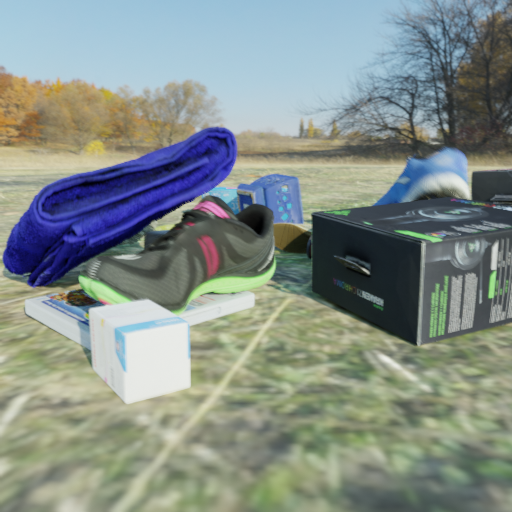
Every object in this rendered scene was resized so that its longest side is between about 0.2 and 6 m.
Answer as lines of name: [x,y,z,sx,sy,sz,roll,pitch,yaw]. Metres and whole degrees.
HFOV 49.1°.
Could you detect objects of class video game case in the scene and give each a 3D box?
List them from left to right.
video game case: [-1.358,0.576,6.808,1.610,0.203,2.248,15,19,41]

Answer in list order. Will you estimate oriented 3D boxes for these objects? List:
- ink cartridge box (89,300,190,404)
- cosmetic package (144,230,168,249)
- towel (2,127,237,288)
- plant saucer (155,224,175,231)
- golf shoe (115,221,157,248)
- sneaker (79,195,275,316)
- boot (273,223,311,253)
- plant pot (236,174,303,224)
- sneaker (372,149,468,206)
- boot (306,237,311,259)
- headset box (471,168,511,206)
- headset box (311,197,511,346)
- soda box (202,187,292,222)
ink cartridge box: [-1.059,0.783,4.932,0.592,0.608,0.946,-7,14,-33]
cosmetic package: [-0.945,-0.031,8.683,1.491,0.672,0.797,10,10,27]
towel: [-1.882,-0.479,7.318,2.503,0.840,3.389,-27,5,-31]
plant saucer: [-1.596,-0.527,12.340,1.255,0.195,1.255,0,12,0]
golf shoe: [-3.070,-0.725,10.206,2.441,0.956,1.187,-8,34,-11]
sneaker: [-0.791,-0.094,6.442,1.122,1.224,2.923,23,23,29]
boot: [1.011,-0.406,10.895,1.507,0.543,1.166,8,14,10]
plant pot: [0.271,-1.174,13.021,1.138,1.266,1.266,-14,17,-26]
sneaker: [3.184,-1.208,11.050,1.117,1.268,2.844,28,-24,-14]
boot: [2.191,0.001,9.334,2.042,0.743,2.169,-7,25,-35]
headset box: [7.573,-1.652,14.578,3.519,1.359,2.619,-9,10,-33]
headset box: [2.109,0.044,6.896,2.477,1.149,2.156,-8,16,-24]
soda box: [-0.184,-1.383,14.898,2.431,0.824,0.780,2,12,11]
